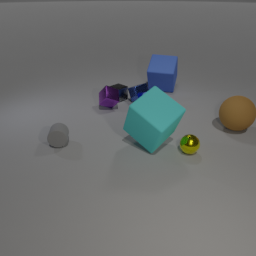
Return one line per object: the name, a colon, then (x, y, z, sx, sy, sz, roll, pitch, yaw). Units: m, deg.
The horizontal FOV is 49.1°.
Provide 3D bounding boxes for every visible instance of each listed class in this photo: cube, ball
cube: (1.882, -2.959, 15.180, 1.400, 1.400, 1.400, 8, 56, 14)
cube: (-0.484, -1.784, 14.204, 0.700, 0.700, 0.700, 24, 36, 38)
ball: (2.158, 0.564, 9.771, 0.700, 0.700, 0.700, 0, 28, 0)
cube: (0.877, -0.291, 9.703, 1.400, 1.400, 1.400, 40, 58, 16)
cube: (0.533, -1.748, 13.749, 0.700, 0.700, 0.700, -23, 12, -27)
cube: (-0.890, -1.437, 13.049, 0.700, 0.700, 0.700, 15, 57, -32)
ball: (4.346, -0.588, 11.138, 1.400, 1.400, 1.400, 0, 28, 0)

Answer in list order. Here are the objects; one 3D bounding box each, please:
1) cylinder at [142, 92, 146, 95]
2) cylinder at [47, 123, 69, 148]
cylinder: (1.026, -1.265, 13.122, 0.700, 0.700, 0.700, -1, 26, 0)
cylinder: (-2.560, 0.257, 10.300, 0.700, 0.700, 0.700, -3, 25, -5)
